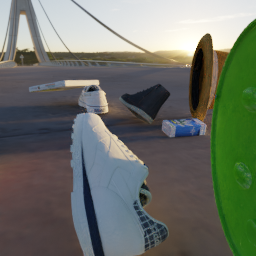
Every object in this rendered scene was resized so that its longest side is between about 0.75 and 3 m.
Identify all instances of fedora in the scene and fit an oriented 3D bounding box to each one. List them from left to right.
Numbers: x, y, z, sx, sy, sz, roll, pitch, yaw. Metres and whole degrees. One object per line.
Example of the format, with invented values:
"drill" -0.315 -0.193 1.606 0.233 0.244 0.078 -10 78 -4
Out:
"fedora" 2.290 -1.279 7.517 0.985 2.416 2.416 3 15 1

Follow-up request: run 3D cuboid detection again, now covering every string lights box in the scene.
"string lights box" 1.353 -0.009 6.786 0.940 0.277 0.483 -4 23 -17

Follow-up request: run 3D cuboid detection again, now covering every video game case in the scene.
"video game case" -2.363 -1.590 10.545 1.773 0.223 1.948 -4 8 31

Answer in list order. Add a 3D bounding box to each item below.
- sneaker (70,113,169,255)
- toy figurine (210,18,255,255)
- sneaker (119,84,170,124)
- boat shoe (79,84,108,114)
"sneaker" -0.196 0.496 3.129 0.797 0.757 1.980 -13 42 -4
"toy figurine" 2.166 0.252 1.867 2.489 2.030 2.704 1 11 0
"sneaker" 0.497 -0.836 8.228 0.734 1.043 1.964 42 -2 -31
"boat shoe" -1.223 -1.149 10.076 0.961 0.854 2.612 -6 15 -21
